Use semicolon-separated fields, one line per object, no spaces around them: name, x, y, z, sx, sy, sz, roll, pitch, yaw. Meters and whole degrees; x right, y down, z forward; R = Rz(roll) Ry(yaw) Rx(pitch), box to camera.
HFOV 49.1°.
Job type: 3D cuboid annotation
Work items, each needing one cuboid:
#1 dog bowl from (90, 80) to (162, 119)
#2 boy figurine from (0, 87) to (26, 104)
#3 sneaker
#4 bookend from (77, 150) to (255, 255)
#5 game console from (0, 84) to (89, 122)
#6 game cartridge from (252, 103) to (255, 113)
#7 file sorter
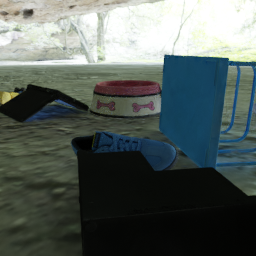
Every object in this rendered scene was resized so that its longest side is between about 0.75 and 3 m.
dog bowl;-0.013;-1.146;10.263;2.786;1.027;2.786;0;16;0
boy figurine;-5.118;-1.412;12.127;1.076;0.557;1.730;5;14;8
sneaker;-0.140;0.394;4.688;1.899;0.745;0.626;0;55;30
bookend;0.303;0.880;3.375;1.779;0.825;1.790;-3;15;-12
game console;-3.073;-0.707;10.155;2.502;1.456;2.201;18;-7;46
game cartridge;5.250;-0.523;9.248;1.429;0.434;2.144;-8;17;-15
file sorter;2.024;-0.570;6.335;1.814;2.052;2.957;-1;16;-10
